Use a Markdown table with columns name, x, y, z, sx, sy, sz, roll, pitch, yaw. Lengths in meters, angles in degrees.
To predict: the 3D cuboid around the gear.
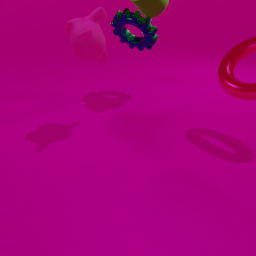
| name | x | y | z | sx | sy | sz | roll | pitch | yaw |
| --- | --- | --- | --- | --- | --- | --- | --- | --- | --- |
| gear | 0.227 | -3.436 | 9.914 | 1.699 | 1.699 | 0.314 | 16 | 69 | 28 |

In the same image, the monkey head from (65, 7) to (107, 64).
| name | x | y | z | sx | sy | sz | roll | pitch | yaw |
| --- | --- | --- | --- | --- | --- | --- | --- | --- | --- |
| monkey head | -0.930 | -2.445 | 7.411 | 1.320 | 1.106 | 1.835 | -37 | -13 | 5 |

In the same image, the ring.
| name | x | y | z | sx | sy | sz | roll | pitch | yaw |
| --- | --- | --- | --- | --- | --- | --- | --- | --- | --- |
| ring | 3.278 | -1.554 | 7.034 | 2.024 | 0.405 | 2.024 | -19 | 48 | 23 |

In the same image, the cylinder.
| name | x | y | z | sx | sy | sz | roll | pitch | yaw |
| --- | --- | --- | --- | --- | --- | --- | --- | --- | --- |
| cylinder | 0.672 | -4.244 | 9.078 | 0.954 | 0.954 | 0.954 | 28 | 2 | -45 |
